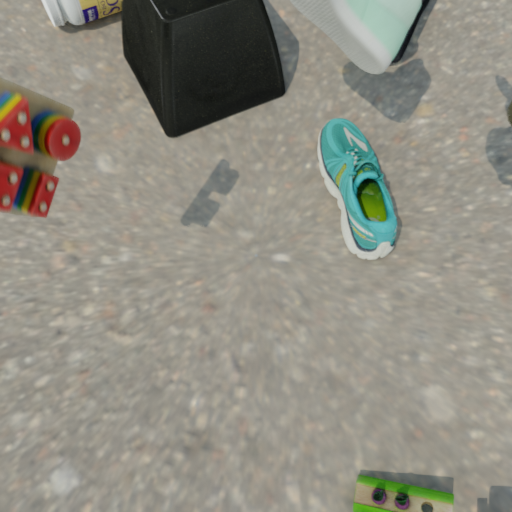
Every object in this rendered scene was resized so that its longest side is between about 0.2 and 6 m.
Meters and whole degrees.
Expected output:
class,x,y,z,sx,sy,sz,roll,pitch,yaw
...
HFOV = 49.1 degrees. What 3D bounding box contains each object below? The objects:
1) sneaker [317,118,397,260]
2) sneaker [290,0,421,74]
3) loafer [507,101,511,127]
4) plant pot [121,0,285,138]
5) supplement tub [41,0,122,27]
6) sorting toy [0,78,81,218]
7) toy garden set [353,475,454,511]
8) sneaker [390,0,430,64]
class,x,y,z,sx,sy,sz,roll,pitch,yaw
sneaker,1.584,-1.149,8.315,0.938,0.964,2.420,-13,63,-6
sneaker,1.076,-3.153,6.333,1.157,1.961,0.722,-57,31,-6
loafer,3.054,-1.373,5.646,1.064,3.056,1.149,2,77,38
plant pot,-0.936,-3.670,9.015,2.229,1.982,2.234,-24,65,-12
supplement tub,-2.989,-4.951,10.023,1.798,1.307,1.307,-25,66,-12
sorting toy,-2.045,-0.874,4.825,0.388,1.114,1.107,23,96,22
toy garden set,1.891,3.772,5.817,2.103,0.503,2.523,5,62,19
sneaker,2.465,-4.831,10.065,1.290,1.117,3.116,23,66,11
